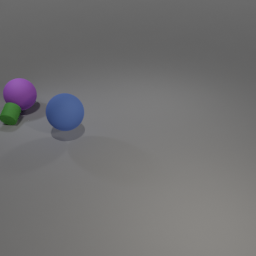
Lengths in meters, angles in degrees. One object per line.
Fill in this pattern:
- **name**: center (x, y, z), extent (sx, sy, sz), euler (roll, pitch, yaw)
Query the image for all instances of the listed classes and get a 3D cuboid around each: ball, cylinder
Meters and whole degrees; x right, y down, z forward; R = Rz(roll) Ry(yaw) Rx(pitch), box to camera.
- **ball**: center (-4.775, -1.490, 12.414), extent (1.400, 1.400, 1.400), euler (0, 32, 0)
- **ball**: center (-2.337, -0.588, 10.424), extent (1.400, 1.400, 1.400), euler (0, 32, 0)
- **cylinder**: center (-4.955, -0.595, 11.806), extent (0.700, 0.700, 0.700), euler (3, 55, 4)
